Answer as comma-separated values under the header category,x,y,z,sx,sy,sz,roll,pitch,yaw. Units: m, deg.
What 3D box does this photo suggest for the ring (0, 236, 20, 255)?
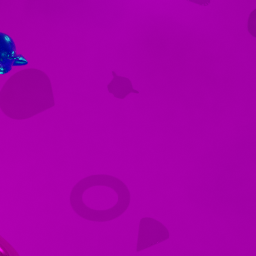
category,x,y,z,sx,sy,sz,roll,pitch,yaw
ring,-2.343,1.927,4.496,1.509,1.509,0.302,31,46,4

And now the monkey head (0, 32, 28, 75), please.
category,x,y,z,sx,sy,sz,roll,pitch,yaw
monkey head,-1.945,-1.230,4.476,0.720,0.603,1.001,-20,57,-43
